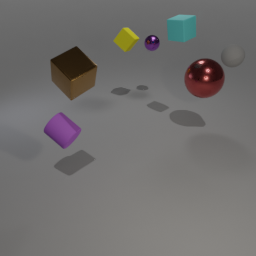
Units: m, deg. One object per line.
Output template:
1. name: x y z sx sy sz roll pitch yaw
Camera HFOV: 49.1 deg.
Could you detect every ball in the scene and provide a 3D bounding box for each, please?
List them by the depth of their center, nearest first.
1. ball: 3.230 -2.221 8.625 0.700 0.700 0.700 0 29 0
2. ball: 2.714 -1.763 9.981 1.400 1.400 1.400 0 29 0
3. ball: 1.082 -3.820 12.598 0.700 0.700 0.700 0 29 0

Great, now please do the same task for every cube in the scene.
1. cube: -1.167 -1.173 6.032 0.700 0.700 0.700 -38 75 -27
2. cube: 1.806 -3.361 9.431 0.700 0.700 0.700 -33 39 -33
3. cube: -0.064 -3.749 11.895 0.700 0.700 0.700 43 26 -1

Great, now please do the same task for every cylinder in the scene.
1. cylinder: -1.704 0.067 7.321 0.700 0.700 0.700 40 38 3
